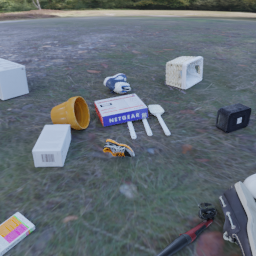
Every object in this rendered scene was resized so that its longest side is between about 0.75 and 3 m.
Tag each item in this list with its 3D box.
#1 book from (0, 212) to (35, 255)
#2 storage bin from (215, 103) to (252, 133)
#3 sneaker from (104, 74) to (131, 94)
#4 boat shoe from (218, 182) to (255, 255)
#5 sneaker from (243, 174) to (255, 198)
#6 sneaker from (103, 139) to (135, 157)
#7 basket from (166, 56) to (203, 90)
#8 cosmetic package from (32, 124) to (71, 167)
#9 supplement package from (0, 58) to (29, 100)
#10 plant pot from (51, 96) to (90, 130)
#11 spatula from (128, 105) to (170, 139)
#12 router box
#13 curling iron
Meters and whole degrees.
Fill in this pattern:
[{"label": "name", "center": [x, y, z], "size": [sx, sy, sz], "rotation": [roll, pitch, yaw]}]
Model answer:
[{"label": "book", "center": [-2.783, 2.483, 6.563], "size": [0.651, 0.234, 0.975], "rotation": [21, 35, 30]}, {"label": "storage bin", "center": [4.263, -0.410, 11.330], "size": [1.302, 0.880, 0.611], "rotation": [-14, 30, -25]}, {"label": "sneaker", "center": [-0.288, -2.345, 15.329], "size": [1.382, 0.761, 1.888], "rotation": [32, 30, 24]}, {"label": "boat shoe", "center": [2.644, 2.385, 6.457], "size": [0.814, 0.943, 2.595], "rotation": [-36, 21, 27]}, {"label": "sneaker", "center": [4.277, 1.759, 7.197], "size": [2.417, 0.880, 1.023], "rotation": [6, 26, 8]}, {"label": "sneaker", "center": [-0.312, 0.759, 9.245], "size": [1.146, 0.448, 0.442], "rotation": [17, 55, 27]}, {"label": "basket", "center": [3.254, -3.265, 16.180], "size": [1.347, 1.480, 2.184], "rotation": [16, 32, 36]}, {"label": "cosmetic package", "center": [-2.581, 0.568, 9.703], "size": [0.936, 0.657, 1.845], "rotation": [-1, 28, -1]}, {"label": "supplement package", "center": [-6.774, -2.687, 14.903], "size": [2.744, 1.561, 1.503], "rotation": [21, 33, 35]}, {"label": "plant pot", "center": [-2.383, -0.534, 11.317], "size": [1.205, 1.316, 1.316], "rotation": [-8, 25, 19]}, {"label": "spatula", "center": [0.750, -0.340, 11.892], "size": [1.906, 0.220, 2.742], "rotation": [-5, 28, -7]}, {"label": "router box", "center": [-0.343, -0.836, 12.352], "size": [1.991, 0.486, 1.787], "rotation": [-12, 29, -11]}, {"label": "curling iron", "center": [1.313, 2.426, 6.477], "size": [2.270, 0.563, 0.290], "rotation": [-27, -7, -34]}]
